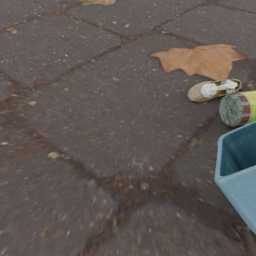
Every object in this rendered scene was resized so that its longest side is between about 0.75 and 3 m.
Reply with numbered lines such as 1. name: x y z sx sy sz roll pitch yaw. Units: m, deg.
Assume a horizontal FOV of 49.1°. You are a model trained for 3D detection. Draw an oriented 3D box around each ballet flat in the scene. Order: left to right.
1. ballet flat: 2.798 -1.264 8.901 1.827 0.596 0.644 -16 86 -15

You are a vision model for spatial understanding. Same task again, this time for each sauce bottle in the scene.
1. sauce bottle: 4.108 -0.640 7.983 2.988 0.967 0.967 -8 42 -17

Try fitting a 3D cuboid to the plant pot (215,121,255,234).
1. plant pot: 3.073 0.984 5.004 2.111 2.156 2.117 -28 8 26
